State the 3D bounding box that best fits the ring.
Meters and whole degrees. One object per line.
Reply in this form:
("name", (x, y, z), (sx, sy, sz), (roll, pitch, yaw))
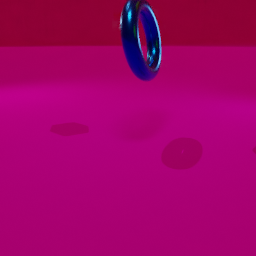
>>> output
("ring", (0.332, -1.927, 6.147), (0.361, 1.803, 1.803), (-3, 15, 25))
